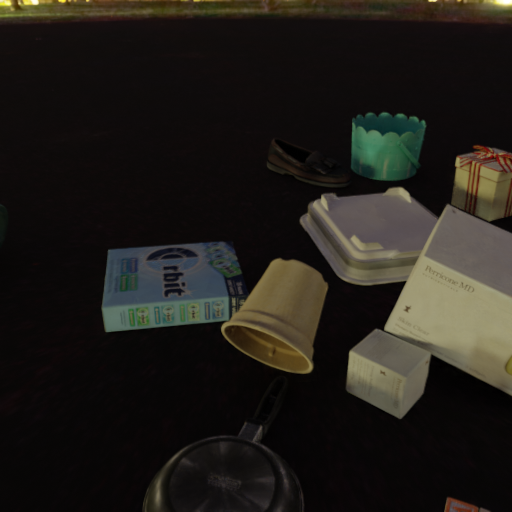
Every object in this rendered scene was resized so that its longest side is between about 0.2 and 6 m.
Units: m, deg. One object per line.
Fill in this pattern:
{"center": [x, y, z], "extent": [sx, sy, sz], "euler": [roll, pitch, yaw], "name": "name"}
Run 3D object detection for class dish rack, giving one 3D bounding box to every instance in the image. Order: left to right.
{"center": [2.139, -0.483, 9.495], "extent": [2.309, 0.586, 2.691], "euler": [-5, 30, -11], "name": "dish rack"}

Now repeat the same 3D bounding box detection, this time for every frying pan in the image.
{"center": [0.020, 1.943, 5.238], "extent": [1.423, 0.383, 2.352], "euler": [24, 39, 36], "name": "frying pan"}

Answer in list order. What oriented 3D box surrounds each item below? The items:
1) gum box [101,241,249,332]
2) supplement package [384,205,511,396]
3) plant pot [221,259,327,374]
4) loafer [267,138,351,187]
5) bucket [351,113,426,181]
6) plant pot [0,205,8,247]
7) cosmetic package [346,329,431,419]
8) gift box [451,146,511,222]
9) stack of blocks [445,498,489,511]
{"center": [-1.164, 0.383, 8.009], "extent": [1.905, 0.424, 1.619], "euler": [-5, 29, -9], "name": "gum box"}
{"center": [2.775, 0.536, 6.426], "extent": [2.018, 1.119, 1.572], "euler": [27, 35, 14], "name": "supplement package"}
{"center": [0.316, 0.635, 6.436], "extent": [1.109, 1.109, 1.015], "euler": [15, 62, 25], "name": "plant pot"}
{"center": [1.111, -2.050, 12.273], "extent": [2.155, 0.679, 0.775], "euler": [22, 35, 35], "name": "loafer"}
{"center": [2.928, -2.470, 12.599], "extent": [1.730, 1.125, 1.730], "euler": [0, 29, 0], "name": "bucket"}
{"center": [-4.527, -0.448, 8.427], "extent": [1.169, 1.744, 1.744], "euler": [19, 29, -3], "name": "plant pot"}
{"center": [1.448, 1.278, 6.170], "extent": [0.694, 0.581, 0.578], "euler": [22, 35, 36], "name": "cosmetic package"}
{"center": [4.415, -1.394, 10.523], "extent": [1.245, 1.163, 1.149], "euler": [-17, 31, -29], "name": "gift box"}
{"center": [1.279, 2.487, 3.615], "extent": [0.439, 0.863, 1.499], "euler": [12, 31, 22], "name": "stack of blocks"}
